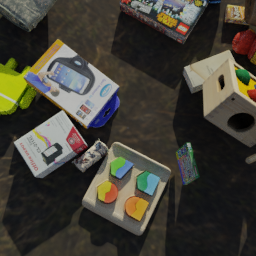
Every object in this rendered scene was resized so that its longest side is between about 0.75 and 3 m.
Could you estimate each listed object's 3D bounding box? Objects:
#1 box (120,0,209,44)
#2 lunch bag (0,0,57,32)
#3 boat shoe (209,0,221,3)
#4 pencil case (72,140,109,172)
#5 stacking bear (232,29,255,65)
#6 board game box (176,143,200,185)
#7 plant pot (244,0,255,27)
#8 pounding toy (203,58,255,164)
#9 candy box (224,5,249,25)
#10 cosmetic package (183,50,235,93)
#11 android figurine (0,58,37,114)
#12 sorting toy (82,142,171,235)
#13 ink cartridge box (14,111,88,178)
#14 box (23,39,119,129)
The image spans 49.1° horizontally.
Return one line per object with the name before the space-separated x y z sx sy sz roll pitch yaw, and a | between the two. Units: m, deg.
box | 1.279 -4.382 9.879 2.641 0.527 1.808 30 81 6
lunch bag | -3.500 -4.253 9.590 1.813 1.066 1.487 35 81 11
boat shoe | 3.084 -5.834 9.960 1.120 0.914 2.663 -14 79 -3
pencil case | -1.193 0.890 8.896 1.181 0.459 0.528 -39 85 -7
stacking bear | 4.487 -2.610 9.275 2.041 1.239 1.161 26 120 12
board game box | 1.765 1.074 8.386 0.156 0.723 1.074 2 61 -21
plant pot | 4.955 -3.995 8.982 2.043 2.343 2.343 2 79 7
pounding toy | 3.661 -0.266 7.935 2.859 1.308 2.511 30 42 -14
candy box | 3.933 -4.010 9.943 0.933 0.258 0.538 8 80 1
cosmetic package | 2.716 -1.852 9.277 1.573 0.575 0.814 -22 76 1
android figurine | -4.057 -1.297 9.331 1.884 0.425 2.070 26 77 4
sorting toy | -0.034 1.859 8.733 2.112 0.416 2.282 27 81 5
ink cartridge box | -2.389 0.537 8.816 1.806 0.748 1.316 -35 81 -6
box | -1.675 -1.321 9.111 2.889 0.599 1.720 37 78 2
